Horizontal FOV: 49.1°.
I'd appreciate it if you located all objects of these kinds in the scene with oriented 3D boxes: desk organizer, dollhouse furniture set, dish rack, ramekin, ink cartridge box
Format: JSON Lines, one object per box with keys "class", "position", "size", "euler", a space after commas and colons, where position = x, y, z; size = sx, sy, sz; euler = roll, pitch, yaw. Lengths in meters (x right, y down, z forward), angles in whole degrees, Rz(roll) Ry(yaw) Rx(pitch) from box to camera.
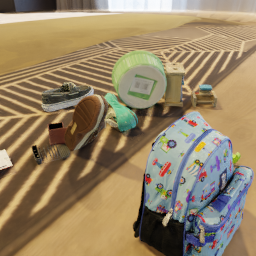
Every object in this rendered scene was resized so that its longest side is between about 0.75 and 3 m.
{"class": "desk organizer", "position": [-2.006, 0.124, 9.872], "size": [1.559, 0.600, 0.559], "euler": [-8, 28, -14]}
{"class": "dollhouse furniture set", "position": [2.810, -1.986, 12.687], "size": [2.237, 1.576, 1.567], "euler": [1, 29, 5]}
{"class": "dish rack", "position": [-2.475, 0.774, 9.037], "size": [1.118, 0.305, 0.858], "euler": [-13, 32, -22]}
{"class": "ramekin", "position": [0.517, -1.985, 12.011], "size": [2.369, 2.369, 1.157], "euler": [-3, 36, -6]}
{"class": "ink cartridge box", "position": [-3.904, 1.064, 8.564], "size": [0.548, 0.253, 1.005], "euler": [-18, 35, -30]}

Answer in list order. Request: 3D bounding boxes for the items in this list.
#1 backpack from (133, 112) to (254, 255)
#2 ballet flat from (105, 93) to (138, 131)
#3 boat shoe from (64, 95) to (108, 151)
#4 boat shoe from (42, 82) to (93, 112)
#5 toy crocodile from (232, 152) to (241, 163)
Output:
{"class": "backpack", "position": [1.426, 1.149, 5.857], "size": [1.822, 2.708, 2.472], "euler": [23, 35, 35]}
{"class": "ballet flat", "position": [-0.597, -0.663, 11.082], "size": [0.953, 0.912, 2.709], "euler": [-25, 33, -14]}
{"class": "boat shoe", "position": [-1.140, -0.218, 8.665], "size": [0.988, 2.671, 0.986], "euler": [-14, 73, -36]}
{"class": "boat shoe", "position": [-2.621, -1.565, 12.558], "size": [0.979, 0.963, 2.716], "euler": [22, 36, 34]}
{"class": "toy crocodile", "position": [2.884, 0.741, 8.944], "size": [0.483, 0.442, 1.432], "euler": [-20, 34, -32]}
